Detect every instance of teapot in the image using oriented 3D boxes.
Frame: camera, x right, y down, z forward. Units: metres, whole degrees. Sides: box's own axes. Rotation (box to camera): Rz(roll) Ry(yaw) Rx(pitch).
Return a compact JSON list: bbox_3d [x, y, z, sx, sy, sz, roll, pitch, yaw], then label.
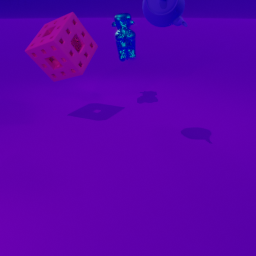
[{"bbox_3d":[0.741,-2.517,5.711,1.415,0.880,0.693,50,10,6],"label":"teapot"}]

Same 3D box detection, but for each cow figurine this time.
[{"bbox_3d":[-0.107,-3.183,9.831,0.845,1.540,1.516,-7,31,-1],"label":"cow figurine"}]

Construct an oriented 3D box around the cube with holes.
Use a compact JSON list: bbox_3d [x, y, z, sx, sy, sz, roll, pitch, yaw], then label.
[{"bbox_3d":[-1.938,-2.364,8.347,1.265,1.265,1.265,-5,51,36],"label":"cube with holes"}]
